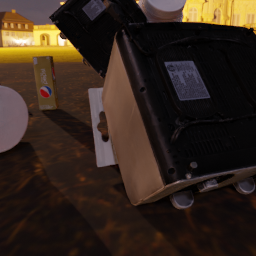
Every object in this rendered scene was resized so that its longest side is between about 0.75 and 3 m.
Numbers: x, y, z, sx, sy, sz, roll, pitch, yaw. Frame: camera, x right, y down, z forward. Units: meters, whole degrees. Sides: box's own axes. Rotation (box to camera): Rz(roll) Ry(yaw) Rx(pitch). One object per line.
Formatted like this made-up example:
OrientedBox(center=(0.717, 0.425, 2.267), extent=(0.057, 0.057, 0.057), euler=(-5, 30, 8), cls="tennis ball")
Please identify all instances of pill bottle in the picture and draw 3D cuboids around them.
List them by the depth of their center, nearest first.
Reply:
OrientedBox(center=(-3.798, -0.384, 6.406), extent=(2.913, 1.651, 1.651), euler=(10, 19, 30), cls="pill bottle")
OrientedBox(center=(0.914, -3.389, 9.239), extent=(1.552, 1.552, 2.678), euler=(-2, -19, -8), cls="pill bottle")

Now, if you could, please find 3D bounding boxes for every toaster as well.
OrientedBox(center=(1.038, -0.344, 4.427), extent=(2.599, 2.875, 1.706), euler=(-7, -27, -22), cls="toaster")
OrientedBox(center=(-0.690, -2.911, 7.728), extent=(2.329, 2.106, 1.382), euler=(-43, 23, 1), cls="toaster")

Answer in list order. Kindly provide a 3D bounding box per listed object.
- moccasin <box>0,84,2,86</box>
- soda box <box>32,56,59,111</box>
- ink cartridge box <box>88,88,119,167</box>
OrientedBox(center=(-4.824, -0.554, 8.383), extent=(2.525, 0.975, 0.924), euler=(-22, 37, -10), cls="moccasin")
OrientedBox(center=(-2.983, -1.638, 10.233), extent=(0.616, 1.926, 0.652), euler=(-4, 14, -3), cls="soda box")
OrientedBox(center=(0.155, -0.108, 5.647), extent=(1.867, 1.518, 0.533), euler=(-7, 1, -18), cls="ink cartridge box")
